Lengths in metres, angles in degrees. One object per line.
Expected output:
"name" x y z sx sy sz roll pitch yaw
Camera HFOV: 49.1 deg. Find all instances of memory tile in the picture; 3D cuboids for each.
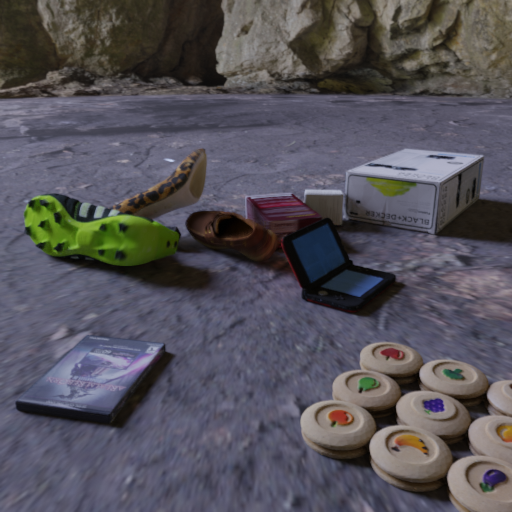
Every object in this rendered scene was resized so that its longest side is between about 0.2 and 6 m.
"memory tile" 1.954 1.558 5.113 2.741 0.230 2.101 13 24 32

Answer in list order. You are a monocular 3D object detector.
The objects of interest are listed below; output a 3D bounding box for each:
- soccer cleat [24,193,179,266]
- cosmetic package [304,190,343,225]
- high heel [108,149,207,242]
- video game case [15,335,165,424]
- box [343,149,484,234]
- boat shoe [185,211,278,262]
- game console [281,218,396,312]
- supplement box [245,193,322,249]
"soccer cleat" -2.747 -0.398 9.629 3.154 1.065 1.278 14 6 32
"cosmetic package" 1.372 -1.002 11.469 0.771 0.641 0.645 2 14 6
"high heel" -1.994 -1.284 10.744 1.742 0.873 2.444 10 57 14
"video game case" -1.716 1.274 6.046 1.019 0.135 1.427 4 20 12
"box" 3.607 -1.557 12.455 2.043 1.053 3.503 13 24 33
"boat shoe" -0.531 -0.490 9.696 1.995 0.718 0.674 18 -17 40
"game console" 1.248 0.081 8.238 1.264 0.870 1.466 14 25 34
"supplement box" 0.479 -0.710 10.820 1.035 0.579 1.901 -5 20 -11
